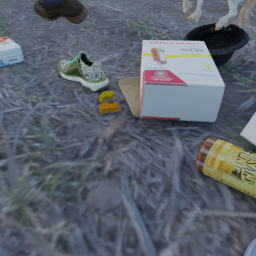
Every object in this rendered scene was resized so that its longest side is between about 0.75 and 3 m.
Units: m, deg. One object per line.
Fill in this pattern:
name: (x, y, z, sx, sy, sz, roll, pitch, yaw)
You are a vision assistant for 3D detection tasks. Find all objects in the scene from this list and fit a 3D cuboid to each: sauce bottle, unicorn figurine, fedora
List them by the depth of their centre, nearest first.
sauce bottle: (2.721, 1.002, 5.626, 2.664, 0.879, 0.879, 22, 39, 31)
unicorn figurine: (2.230, -3.637, 7.295, 2.625, 1.803, 0.970, 5, 42, -22)
fedora: (3.596, -3.304, 11.608, 2.630, 1.201, 2.630, -5, 44, 5)

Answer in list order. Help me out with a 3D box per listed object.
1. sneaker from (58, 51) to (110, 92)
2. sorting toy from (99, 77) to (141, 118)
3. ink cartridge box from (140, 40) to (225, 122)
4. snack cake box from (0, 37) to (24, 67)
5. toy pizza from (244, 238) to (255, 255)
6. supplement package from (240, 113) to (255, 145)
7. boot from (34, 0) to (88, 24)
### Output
sneaker: (-1.665, -2.307, 10.284, 2.638, 1.169, 1.014, 28, 43, 35)
sorting toy: (0.415, -1.011, 9.140, 2.836, 0.380, 2.113, -8, 39, -11)
ink cartridge box: (1.455, -1.576, 8.570, 2.142, 1.231, 2.951, 2, 38, 1)
snack cake box: (-5.541, -3.403, 12.369, 1.158, 0.676, 2.013, -23, 40, -28)
toy pizza: (2.716, 2.396, 4.031, 2.063, 0.327, 2.063, -1, 35, 1)
supplement package: (3.696, 0.280, 6.172, 1.083, 1.096, 1.808, 18, 20, -37)
boot: (-1.687, -2.810, 6.164, 1.637, 0.793, 0.612, 19, 82, 30)
